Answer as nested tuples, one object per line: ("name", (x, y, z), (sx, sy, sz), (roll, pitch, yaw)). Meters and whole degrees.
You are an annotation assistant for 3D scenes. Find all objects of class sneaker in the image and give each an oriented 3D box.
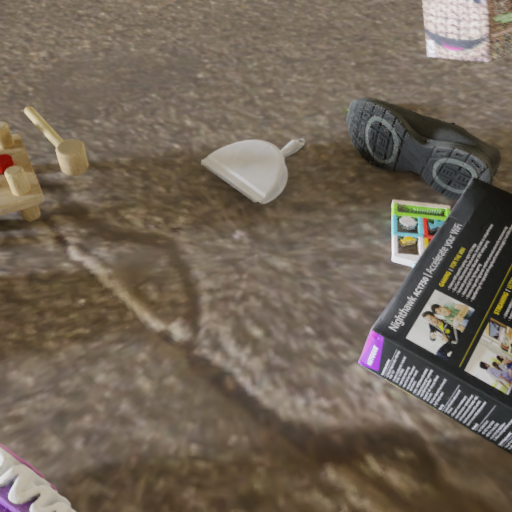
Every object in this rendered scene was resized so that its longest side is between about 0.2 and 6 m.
("sneaker", (-2.070, 2.987, 5.355), (2.579, 1.037, 1.140), (27, 59, 28))
("sneaker", (2.940, -2.009, 9.978), (2.905, 1.103, 1.319), (35, 47, 20))

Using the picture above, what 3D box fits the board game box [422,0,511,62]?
("board game box", (2.774, -3.341, 7.117), (0.722, 1.492, 1.189), (-23, 28, -15))

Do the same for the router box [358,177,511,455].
("router box", (3.330, 0.662, 7.381), (2.580, 0.883, 3.459), (30, 54, 20))

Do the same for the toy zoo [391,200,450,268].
("toy zoo", (2.610, -0.279, 8.797), (0.946, 0.147, 1.441), (6, 52, 4))

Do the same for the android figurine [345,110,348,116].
("android figurine", (2.246, -2.858, 11.196), (0.871, 0.179, 0.793), (-11, 48, -8))

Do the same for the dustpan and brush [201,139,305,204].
("dustpan and brush", (0.203, -1.695, 9.964), (1.424, 0.584, 2.040), (38, 64, 22))

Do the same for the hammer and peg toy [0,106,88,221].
("hammer and peg toy", (-4.282, -1.353, 9.274), (2.808, 0.990, 2.065), (-21, 49, -19))
